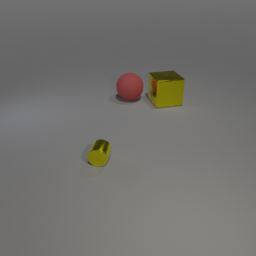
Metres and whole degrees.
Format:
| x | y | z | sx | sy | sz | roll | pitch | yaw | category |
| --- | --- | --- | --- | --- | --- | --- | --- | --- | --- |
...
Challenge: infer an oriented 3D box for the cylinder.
| x | y | z | sx | sy | sz | roll | pitch | yaw | category |
| --- | --- | --- | --- | --- | --- | --- | --- | --- | --- |
| -0.977 | 0.854 | 9.674 | 0.700 | 0.700 | 0.700 | 4 | 29 | 8 | cylinder |

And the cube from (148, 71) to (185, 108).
| x | y | z | sx | sy | sz | roll | pitch | yaw | category |
| --- | --- | --- | --- | --- | --- | --- | --- | --- | --- |
| 1.887 | -1.972 | 14.084 | 1.400 | 1.400 | 1.400 | -7 | 30 | -12 | cube |

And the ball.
| x | y | z | sx | sy | sz | roll | pitch | yaw | category |
| --- | --- | --- | --- | --- | --- | --- | --- | --- | --- |
| 0.096 | -2.128 | 14.354 | 1.400 | 1.400 | 1.400 | 0 | 29 | 0 | ball |
